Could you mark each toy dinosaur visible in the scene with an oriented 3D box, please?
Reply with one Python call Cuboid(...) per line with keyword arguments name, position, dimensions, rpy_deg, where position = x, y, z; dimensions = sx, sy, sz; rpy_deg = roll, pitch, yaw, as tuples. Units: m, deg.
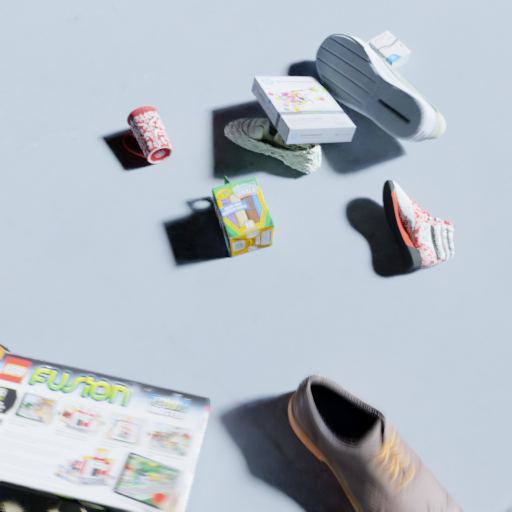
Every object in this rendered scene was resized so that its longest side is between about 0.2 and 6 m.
Cuboid(name="toy dinosaur", position=(-2.943, 4.221, 8.259), dimensions=(1.080, 0.622, 2.136), rpy_deg=(-34, 41, -29))

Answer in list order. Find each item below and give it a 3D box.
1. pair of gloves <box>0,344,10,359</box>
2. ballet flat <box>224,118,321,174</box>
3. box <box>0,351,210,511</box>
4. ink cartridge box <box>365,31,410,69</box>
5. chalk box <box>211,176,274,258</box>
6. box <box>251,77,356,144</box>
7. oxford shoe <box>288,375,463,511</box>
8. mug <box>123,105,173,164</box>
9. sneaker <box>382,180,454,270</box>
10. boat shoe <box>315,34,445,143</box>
Cuboid(name="pair of gloves", position=(-5.814, 2.068, 9.582), dimensions=(2.741, 0.339, 2.442), rpy_deg=(29, 70, 15))
Cuboid(name="ballet flat", position=(0.377, -2.428, 11.433), dimensions=(2.180, 0.782, 0.782), rpy_deg=(25, 68, 11))
Cuboid(name="box", position=(-2.651, 2.842, 8.841), dimensions=(3.514, 0.610, 1.934), rpy_deg=(12, 57, 4))
Cuboid(name="ink cartridge box", position=(2.926, -4.687, 12.679), dimensions=(0.572, 0.335, 0.987), rpy_deg=(-34, 70, -15))
Cuboid(name="chalk box", position=(-0.297, -0.863, 10.614), dimensions=(0.884, 0.890, 1.426), rpy_deg=(-16, 67, -7))
Cuboid(name="box", position=(0.930, -2.993, 11.388), dimensions=(1.490, 0.393, 1.911), rpy_deg=(-7, 47, -23))
Cuboid(name="oxford shoe", position=(1.860, 3.194, 8.418), dimensions=(3.482, 1.269, 1.242), rpy_deg=(39, 64, 19))
Cuboid(name="mug", position=(-2.212, -2.410, 11.567), dimensions=(0.686, 0.913, 1.028), rpy_deg=(-9, 64, -44))
Cuboid(name="sneaker", position=(3.108, -0.667, 10.686), dimensions=(0.991, 0.618, 1.850), rpy_deg=(-12, 69, -7))
Cuboid(name="boat shoe", position=(2.523, -3.434, 11.768), dimensions=(1.063, 1.233, 3.426), rpy_deg=(3, 43, -48))
